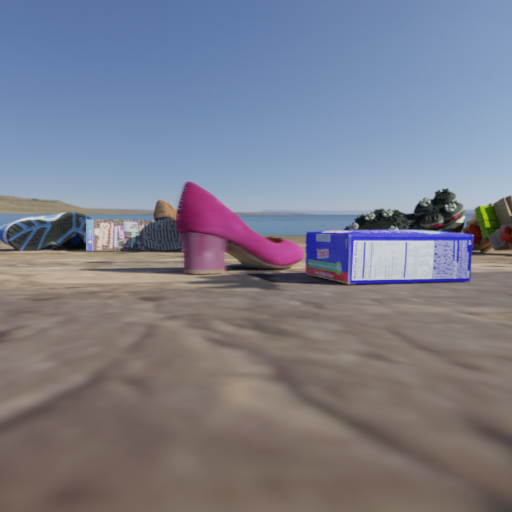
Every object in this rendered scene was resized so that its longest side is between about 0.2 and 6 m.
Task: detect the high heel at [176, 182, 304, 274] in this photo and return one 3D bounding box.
[{"bbox_3d":[-0.084,-0.366,7.361,0.775,1.105,2.299,0,2,35],"label":"high heel"}]

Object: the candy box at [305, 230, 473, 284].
[{"bbox_3d":[1.374,-0.010,6.037,1.397,0.538,1.182,0,4,-15],"label":"candy box"}]

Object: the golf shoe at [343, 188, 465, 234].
[{"bbox_3d":[3.513,-0.517,13.328,2.903,1.121,1.279,-15,-44,16],"label":"golf shoe"}]

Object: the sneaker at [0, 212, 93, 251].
[{"bbox_3d":[-5.309,-0.658,14.440,1.028,1.010,2.668,7,5,39],"label":"sneaker"}]

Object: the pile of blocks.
[{"bbox_3d":[5.347,-0.662,11.656,0.988,1.305,3.179,-1,3,-21],"label":"pile of blocks"}]

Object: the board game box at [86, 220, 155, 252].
[{"bbox_3d":[-3.305,-0.505,13.823,1.567,0.759,1.249,0,3,-9],"label":"board game box"}]

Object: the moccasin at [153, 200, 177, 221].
[{"bbox_3d":[-2.247,-0.855,15.420,0.731,0.771,1.997,-18,-31,17],"label":"moccasin"}]

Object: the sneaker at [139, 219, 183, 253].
[{"bbox_3d":[-1.504,-0.361,13.120,2.372,0.832,0.973,-2,-22,6],"label":"sneaker"}]
